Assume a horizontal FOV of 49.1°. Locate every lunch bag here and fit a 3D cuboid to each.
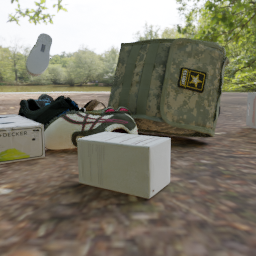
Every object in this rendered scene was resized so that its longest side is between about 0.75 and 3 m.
[{"bbox_3d":[0.988,-0.963,6.859,2.642,2.167,1.553,5,-13,31],"label":"lunch bag"}]

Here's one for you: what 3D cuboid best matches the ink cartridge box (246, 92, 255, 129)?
[{"bbox_3d":[4.016,-0.455,7.859,0.645,1.103,1.901,0,9,0],"label":"ink cartridge box"}]

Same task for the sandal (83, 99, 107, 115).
[{"bbox_3d":[-1.587,-0.859,11.754,2.389,0.682,0.949,-3,10,-21],"label":"sandal"}]

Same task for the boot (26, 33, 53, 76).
[{"bbox_3d":[-3.037,-2.283,9.469,0.699,1.900,0.908,23,-38,-21],"label":"boot"}]

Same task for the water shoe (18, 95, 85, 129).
[{"bbox_3d":[-1.420,-0.239,6.609,2.676,1.056,0.957,2,9,10],"label":"water shoe"}]

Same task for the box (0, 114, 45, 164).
[{"bbox_3d":[-2.544,0.155,5.506,1.215,0.626,2.082,-6,10,-35],"label":"box"}]

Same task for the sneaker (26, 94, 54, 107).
[{"bbox_3d":[-3.724,-0.950,12.523,0.951,0.850,2.322,15,16,2],"label":"sneaker"}]

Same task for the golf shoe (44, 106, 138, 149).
[{"bbox_3d":[-0.768,0.085,5.591,1.965,0.759,0.866,-15,37,-12],"label":"golf shoe"}]

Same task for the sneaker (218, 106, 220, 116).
[{"bbox_3d":[2.627,-0.533,9.188,2.091,0.803,1.163,-13,10,-41],"label":"sneaker"}]

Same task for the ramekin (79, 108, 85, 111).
[{"bbox_3d":[-2.001,-0.462,9.963,0.988,0.460,0.988,0,8,0],"label":"ramekin"}]

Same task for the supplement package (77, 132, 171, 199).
[{"bbox_3d":[-0.052,0.435,3.701,1.083,0.633,0.635,5,10,31],"label":"supplement package"}]
